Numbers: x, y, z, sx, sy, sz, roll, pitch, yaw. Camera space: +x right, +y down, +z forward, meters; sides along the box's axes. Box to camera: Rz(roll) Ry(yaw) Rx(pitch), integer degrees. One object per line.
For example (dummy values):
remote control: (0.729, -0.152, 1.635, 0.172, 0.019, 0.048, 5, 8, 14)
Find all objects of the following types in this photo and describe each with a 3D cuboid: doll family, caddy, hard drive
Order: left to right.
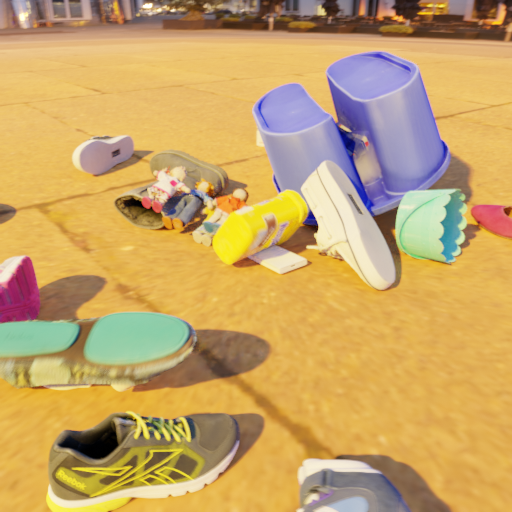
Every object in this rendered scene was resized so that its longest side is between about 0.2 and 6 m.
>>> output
doll family: (-0.989, -0.886, 10.099, 2.026, 0.913, 1.257, 23, 52, 18)
hard drive: (0.336, 0.042, 9.141, 0.563, 0.112, 0.854, -19, 28, -32)
caddy: (1.815, -2.256, 11.373, 3.327, 2.470, 4.706, -23, 27, 6)

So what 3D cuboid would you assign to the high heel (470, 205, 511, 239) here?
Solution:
high heel: (4.977, -0.820, 9.687, 2.528, 1.215, 0.852, 24, 35, 39)

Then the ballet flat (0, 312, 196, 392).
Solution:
ballet flat: (-1.754, 1.103, 6.137, 2.468, 0.916, 0.916, -1, 25, 15)

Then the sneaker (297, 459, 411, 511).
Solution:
sneaker: (0.422, 2.180, 4.437, 1.589, 0.640, 1.163, -16, 18, -16)

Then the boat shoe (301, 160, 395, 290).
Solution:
boat shoe: (1.289, -0.337, 8.933, 0.886, 1.023, 2.399, 9, 49, -47)

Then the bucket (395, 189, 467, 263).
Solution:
bucket: (2.855, -0.508, 9.147, 0.804, 1.235, 1.235, 8, 26, 37)

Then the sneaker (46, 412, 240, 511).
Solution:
sneaker: (-0.964, 1.740, 5.026, 1.806, 0.764, 0.673, -13, 30, -25)

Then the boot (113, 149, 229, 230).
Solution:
boot: (-1.980, -1.357, 11.404, 2.201, 0.878, 2.420, 14, 36, 30)

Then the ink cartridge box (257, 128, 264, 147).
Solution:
ink cartridge box: (0.365, -3.486, 15.473, 0.640, 0.877, 0.370, 8, 25, 14)

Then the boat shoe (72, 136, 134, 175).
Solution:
boat shoe: (-3.859, -2.500, 13.666, 0.726, 0.806, 2.279, 9, 20, 16)

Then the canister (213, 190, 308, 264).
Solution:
canister: (0.060, -0.456, 9.010, 1.377, 1.023, 0.596, -25, 72, -43)

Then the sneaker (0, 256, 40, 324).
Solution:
sneaker: (-3.521, 0.629, 7.120, 0.977, 0.901, 2.214, -2, 21, 6)
